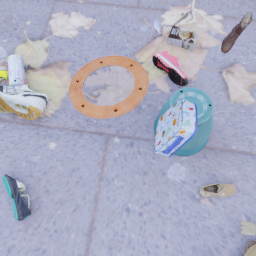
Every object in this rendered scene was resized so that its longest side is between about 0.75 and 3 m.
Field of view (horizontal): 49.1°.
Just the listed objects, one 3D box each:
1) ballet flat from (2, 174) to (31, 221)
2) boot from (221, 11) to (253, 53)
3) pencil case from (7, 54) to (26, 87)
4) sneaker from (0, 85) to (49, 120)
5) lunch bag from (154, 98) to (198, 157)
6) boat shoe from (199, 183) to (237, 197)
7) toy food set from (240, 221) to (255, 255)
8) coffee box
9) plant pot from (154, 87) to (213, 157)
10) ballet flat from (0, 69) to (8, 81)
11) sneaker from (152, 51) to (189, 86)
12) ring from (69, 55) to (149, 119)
[{"bbox_3d":[-3.837,2.360,9.791,0.672,0.672,1.840,-27,61,-12],"label":"ballet flat"},{"bbox_3d":[3.508,-3.057,9.023,0.390,1.214,1.131,28,91,0],"label":"boot"},{"bbox_3d":[-4.772,-2.343,11.954,0.672,0.733,1.616,-15,64,2],"label":"pencil case"},{"bbox_3d":[-4.585,-1.243,11.412,2.864,1.083,1.256,21,48,9],"label":"sneaker"},{"bbox_3d":[1.343,0.061,8.040,0.626,1.656,1.327,20,49,-15],"label":"lunch bag"},{"bbox_3d":[3.229,2.194,9.916,1.322,0.427,0.471,-6,64,-3],"label":"boat shoe"},{"bbox_3d":[4.350,4.586,8.766,2.013,0.585,2.916,11,59,-3],"label":"toy food set"},{"bbox_3d":[2.544,-4.165,12.962,1.281,0.511,0.724,19,66,9],"label":"coffee box"},{"bbox_3d":[2.107,-0.343,10.242,2.202,2.069,2.202,0,64,1],"label":"plant pot"},{"bbox_3d":[-5.907,-2.186,12.056,1.465,0.489,0.491,-9,84,-6],"label":"ballet flat"},{"bbox_3d":[2.001,-2.693,12.118,0.884,0.751,2.038,-37,69,-17],"label":"sneaker"},{"bbox_3d":[-0.707,-1.525,10.275,2.962,0.284,2.962,-5,58,7],"label":"ring"}]
